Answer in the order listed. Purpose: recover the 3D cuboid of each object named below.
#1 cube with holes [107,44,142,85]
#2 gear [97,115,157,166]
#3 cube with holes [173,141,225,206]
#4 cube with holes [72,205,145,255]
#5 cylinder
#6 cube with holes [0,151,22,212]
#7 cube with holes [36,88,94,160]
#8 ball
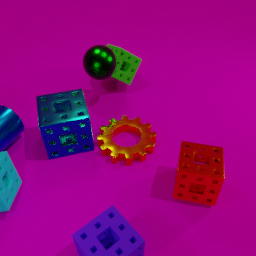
[{"bbox_3d":[-0.333,-2.294,10.101,0.993,0.993,0.993,19,11,-37],"label":"cube with holes"},{"bbox_3d":[-0.036,0.329,8.380,1.731,0.320,1.731,0,45,0],"label":"gear"},{"bbox_3d":[1.748,1.119,7.003,1.045,1.045,1.045,9,40,9],"label":"cube with holes"},{"bbox_3d":[-0.375,2.466,5.720,1.011,1.011,1.011,-31,52,-27],"label":"cube with holes"},{"bbox_3d":[-3.775,0.056,8.114,1.067,1.067,1.067,19,48,18],"label":"cylinder"},{"bbox_3d":[-3.319,1.311,6.624,0.999,0.999,0.999,-10,29,4],"label":"cube with holes"},{"bbox_3d":[-1.807,-0.127,8.122,1.325,1.325,1.325,-11,46,-11],"label":"cube with holes"},{"bbox_3d":[-0.900,-2.099,8.997,1.112,1.112,1.112,0,45,0],"label":"ball"}]
